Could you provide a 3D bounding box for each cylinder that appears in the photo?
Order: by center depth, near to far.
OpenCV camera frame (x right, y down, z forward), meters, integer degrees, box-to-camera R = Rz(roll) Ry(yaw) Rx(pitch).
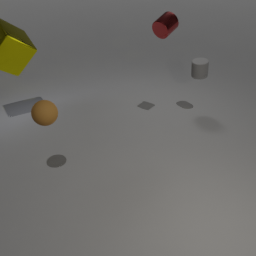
[{"bbox_3d":[1.337,-3.677,10.028,0.700,0.700,0.700,25,61,37],"label":"cylinder"},{"bbox_3d":[3.048,-2.524,11.880,0.700,0.700,0.700,-5,37,3],"label":"cylinder"}]

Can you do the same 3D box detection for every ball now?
[{"bbox_3d":[-2.242,-0.405,7.541,0.700,0.700,0.700,0,30,0],"label":"ball"}]

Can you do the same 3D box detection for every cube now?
[{"bbox_3d":[-4.669,-3.108,10.772,1.400,1.400,1.400,52,19,27],"label":"cube"}]
